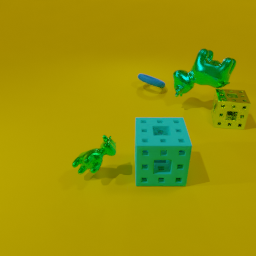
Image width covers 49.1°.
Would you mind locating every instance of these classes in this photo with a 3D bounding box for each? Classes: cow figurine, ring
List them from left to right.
[{"bbox_3d":[-0.721,0.599,6.351,0.940,0.516,0.924,-14,30,40],"label":"cow figurine"},{"bbox_3d":[0.883,-1.776,10.512,1.096,0.219,1.096,19,16,-6],"label":"ring"},{"bbox_3d":[2.301,-1.571,8.773,1.749,1.721,0.960,31,24,26],"label":"cow figurine"}]

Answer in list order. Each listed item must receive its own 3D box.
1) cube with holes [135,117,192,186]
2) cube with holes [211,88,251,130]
[{"bbox_3d":[0.741,0.529,6.454,1.134,1.134,1.134,0,33,0],"label":"cube with holes"},{"bbox_3d":[3.050,-0.581,8.433,0.878,0.878,0.878,5,33,7],"label":"cube with holes"}]
